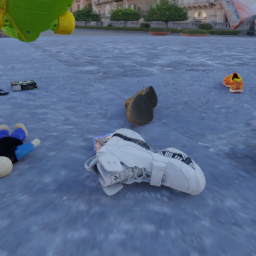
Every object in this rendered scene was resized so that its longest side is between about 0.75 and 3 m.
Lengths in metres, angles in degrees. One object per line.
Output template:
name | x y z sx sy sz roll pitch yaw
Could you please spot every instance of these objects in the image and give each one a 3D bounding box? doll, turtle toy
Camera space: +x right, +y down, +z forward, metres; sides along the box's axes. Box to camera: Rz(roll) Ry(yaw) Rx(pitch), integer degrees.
doll | -2.636 0.426 6.199 1.359 0.483 1.992 -6 22 -11
turtle toy | -2.067 -2.704 5.715 1.969 1.365 2.701 -7 -21 -34

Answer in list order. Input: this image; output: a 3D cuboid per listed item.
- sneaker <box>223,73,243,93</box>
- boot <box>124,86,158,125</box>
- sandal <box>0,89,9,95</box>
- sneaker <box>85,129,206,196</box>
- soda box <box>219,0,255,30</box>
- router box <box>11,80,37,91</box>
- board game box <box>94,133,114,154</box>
sneaker | 4.606 -2.060 12.106 0.699 0.739 1.915 0 20 3
boot | 0.267 -0.612 8.713 0.910 0.888 2.412 -19 15 22
sandal | -5.210 -1.419 11.187 0.860 0.206 0.323 -5 22 -12
sneaker | 0.235 0.800 4.974 2.063 0.775 1.186 26 44 30
soda box | 2.899 -3.886 7.740 0.722 2.111 0.671 -24 -2 -1
router box | -4.526 -1.843 12.174 0.986 0.257 0.775 -11 24 -25
board game box | -0.315 0.451 6.276 0.620 0.376 0.777 -15 27 -33
